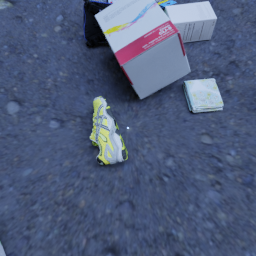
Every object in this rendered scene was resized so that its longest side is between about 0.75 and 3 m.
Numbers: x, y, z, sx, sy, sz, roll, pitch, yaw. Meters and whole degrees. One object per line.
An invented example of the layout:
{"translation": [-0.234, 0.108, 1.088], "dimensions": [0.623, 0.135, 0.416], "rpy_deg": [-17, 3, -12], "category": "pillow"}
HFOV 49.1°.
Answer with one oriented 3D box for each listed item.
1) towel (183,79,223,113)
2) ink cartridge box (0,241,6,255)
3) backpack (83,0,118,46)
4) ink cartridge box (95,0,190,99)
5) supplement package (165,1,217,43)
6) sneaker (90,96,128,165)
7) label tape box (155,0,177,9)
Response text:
{"translation": [2.453, -1.070, 9.187], "dimensions": [1.076, 0.303, 1.258], "rpy_deg": [-4, 60, -6], "category": "towel"}
{"translation": [-4.063, 3.123, 6.037], "dimensions": [2.410, 1.012, 1.745], "rpy_deg": [-23, 82, -13], "category": "ink cartridge box"}
{"translation": [-0.691, -3.907, 10.151], "dimensions": [1.709, 1.794, 1.382], "rpy_deg": [9, 47, 2], "category": "backpack"}
{"translation": [0.439, -2.678, 8.822], "dimensions": [1.863, 1.871, 2.575], "rpy_deg": [-30, 57, 7], "category": "ink cartridge box"}
{"translation": [2.242, -3.899, 10.419], "dimensions": [1.665, 0.997, 1.009], "rpy_deg": [-8, 60, -5], "category": "supplement package"}
{"translation": [-0.749, 0.009, 8.234], "dimensions": [0.891, 0.879, 2.331], "rpy_deg": [-22, 55, 1], "category": "sneaker"}
{"translation": [1.182, -5.040, 11.302], "dimensions": [1.275, 0.403, 0.919], "rpy_deg": [36, 49, 19], "category": "label tape box"}
